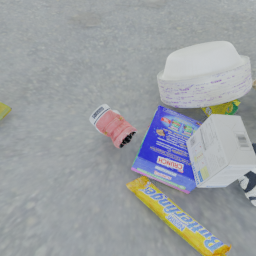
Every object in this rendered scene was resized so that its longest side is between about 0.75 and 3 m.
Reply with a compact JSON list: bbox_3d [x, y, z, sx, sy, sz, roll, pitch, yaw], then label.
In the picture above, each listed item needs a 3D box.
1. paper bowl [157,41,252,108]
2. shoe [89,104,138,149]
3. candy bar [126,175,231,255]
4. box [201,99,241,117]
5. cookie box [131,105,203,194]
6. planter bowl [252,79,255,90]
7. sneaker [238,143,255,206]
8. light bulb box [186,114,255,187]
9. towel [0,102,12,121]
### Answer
[{"bbox_3d":[2.040,-1.575,7.769,2.516,1.308,2.516,-13,21,5],"label":"paper bowl"},{"bbox_3d":[-0.279,0.052,6.831,0.721,2.018,0.918,-45,81,0],"label":"shoe"},{"bbox_3d":[0.987,1.824,5.847,0.625,0.278,2.508,-17,39,-39],"label":"candy bar"},{"bbox_3d":[2.498,-0.784,7.928,0.376,0.913,1.555,1,46,-28],"label":"box"},{"bbox_3d":[1.089,0.475,6.830,1.505,0.661,1.759,23,51,5],"label":"cookie box"},{"bbox_3d":[4.876,-1.017,7.245,2.603,2.603,1.752,-32,94,-26],"label":"planter bowl"},{"bbox_3d":[3.281,0.679,6.522,2.113,0.843,1.375,-31,75,-13],"label":"sneaker"},{"bbox_3d":[1.881,0.506,5.820,0.725,1.161,1.151,3,58,-17],"label":"light bulb box"},{"bbox_3d":[-3.846,-0.348,7.719,0.796,0.126,1.108,29,60,7],"label":"towel"}]
